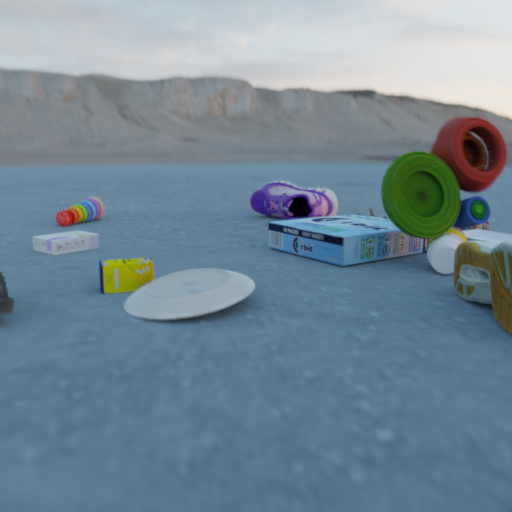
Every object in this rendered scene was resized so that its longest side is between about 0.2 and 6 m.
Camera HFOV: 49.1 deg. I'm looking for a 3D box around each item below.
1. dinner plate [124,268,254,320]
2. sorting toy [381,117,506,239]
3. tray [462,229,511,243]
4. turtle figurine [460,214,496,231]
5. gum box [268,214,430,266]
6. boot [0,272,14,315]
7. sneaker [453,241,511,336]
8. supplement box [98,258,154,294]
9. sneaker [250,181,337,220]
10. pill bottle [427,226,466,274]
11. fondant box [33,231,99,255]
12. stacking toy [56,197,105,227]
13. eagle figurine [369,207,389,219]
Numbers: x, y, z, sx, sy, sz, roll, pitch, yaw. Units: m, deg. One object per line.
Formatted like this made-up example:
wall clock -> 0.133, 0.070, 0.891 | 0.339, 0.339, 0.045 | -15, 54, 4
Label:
dinner plate -> -0.895, 0.436, 7.455 | 1.748, 0.212, 1.748 | -8, 16, 2
sorting toy -> 3.173, -1.204, 9.869 | 2.899, 1.742, 1.190 | -35, 5, -21
tray -> 4.948, -0.262, 11.301 | 1.093, 0.226, 2.036 | -6, 13, -29
turtle figurine -> 5.057, -0.699, 12.947 | 0.896, 0.451, 0.670 | 3, 53, 23
gum box -> 1.860, -0.376, 11.020 | 2.509, 0.559, 2.132 | -9, 15, -36
boot -> -4.391, 0.404, 6.907 | 2.300, 0.915, 2.642 | -5, 19, -39
sneaker -> 3.377, 0.282, 6.720 | 1.208, 1.042, 2.755 | 1, 13, 1
supplement box -> -1.898, 0.282, 8.193 | 0.769, 0.421, 0.419 | -3, 12, -16
sneaker -> 0.832, -1.392, 15.028 | 2.560, 1.030, 1.132 | 9, 22, 32
pill bottle -> 3.198, -0.087, 9.381 | 0.619, 0.619, 1.102 | 4, 19, 20
fondant box -> -3.778, -0.272, 11.161 | 0.745, 0.301, 1.033 | 9, 16, 38
stacking toy -> -4.638, -1.090, 14.576 | 0.643, 0.643, 1.506 | 5, 19, 23
eagle figurine -> 3.052, -0.812, 13.003 | 0.807, 0.613, 0.609 | 4, 1, -18
